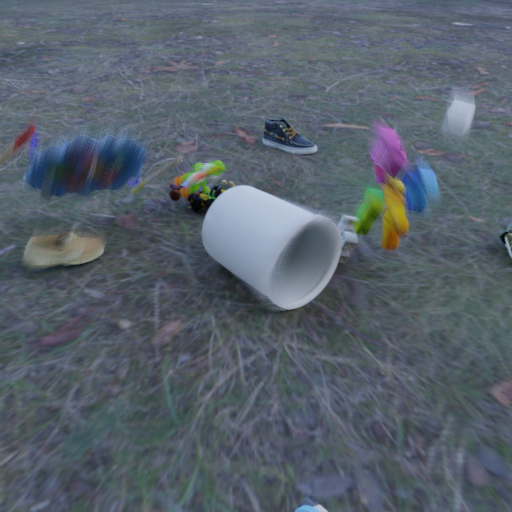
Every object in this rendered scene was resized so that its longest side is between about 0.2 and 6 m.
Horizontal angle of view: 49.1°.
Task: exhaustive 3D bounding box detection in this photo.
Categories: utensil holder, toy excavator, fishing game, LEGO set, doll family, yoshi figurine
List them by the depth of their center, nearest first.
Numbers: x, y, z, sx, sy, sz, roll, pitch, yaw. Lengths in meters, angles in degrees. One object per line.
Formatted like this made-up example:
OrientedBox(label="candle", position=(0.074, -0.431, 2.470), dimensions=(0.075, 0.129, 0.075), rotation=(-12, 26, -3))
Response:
OrientedBox(label="toy excavator", position=(0.287, 3.168, 5.741), dimensions=(1.175, 1.142, 0.587), rotation=(7, 19, -48))
OrientedBox(label="LEGO set", position=(2.343, -1.114, 10.135), dimensions=(1.139, 2.985, 1.225), rotation=(9, 55, -7))
OrientedBox(label="utensil holder", position=(0.230, -0.227, 10.141), dimensions=(1.703, 1.703, 2.004), rotation=(-24, 37, -32))
OrientedBox(label="fishing game", position=(-3.374, -1.629, 11.149), dimensions=(2.498, 0.542, 3.489), rotation=(-24, -16, 34))
OrientedBox(label="yoshi figurine", position=(-1.202, -1.711, 12.215), dimensions=(1.108, 0.623, 0.621), rotation=(-28, 46, -2))
OrientedBox(label="doll family", position=(-1.144, -1.344, 12.798), dimensions=(1.889, 0.741, 1.092), rotation=(10, 38, 24))

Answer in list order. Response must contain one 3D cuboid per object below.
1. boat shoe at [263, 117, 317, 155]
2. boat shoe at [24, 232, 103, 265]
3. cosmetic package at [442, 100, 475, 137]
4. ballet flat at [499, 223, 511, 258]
OrientedBox(label="boat shoe", position=(0.926, -3.417, 15.873), dimensions=(1.723, 0.782, 0.610), rotation=(19, 37, 27))
OrientedBox(label="boat shoe", position=(-3.630, -0.172, 10.745), dimensions=(1.509, 0.501, 0.558), rotation=(-11, 45, -40))
OrientedBox(label="cosmetic package", position=(3.851, -2.621, 10.654), dimensions=(0.417, 0.417, 0.505), rotation=(24, 53, 20))
OrientedBox(label="ballet flat", position=(5.356, 0.020, 10.803), dimensions=(0.742, 0.742, 1.999), rotation=(-4, 31, -6))
